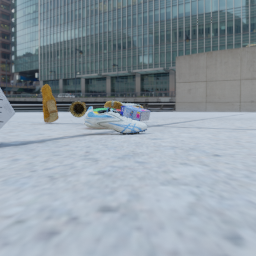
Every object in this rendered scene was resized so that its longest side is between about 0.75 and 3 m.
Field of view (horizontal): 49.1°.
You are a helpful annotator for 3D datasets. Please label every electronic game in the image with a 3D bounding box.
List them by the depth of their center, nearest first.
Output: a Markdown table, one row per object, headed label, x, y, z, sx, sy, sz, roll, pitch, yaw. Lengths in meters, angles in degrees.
| label | x | y | z | sx | sy | sz | roll | pitch | yaw |
| --- | --- | --- | --- | --- | --- | --- | --- | --- | --- |
| electronic game | -0.549 | -0.487 | 10.638 | 1.763 | 0.367 | 1.763 | 7 | 16 | -2 |

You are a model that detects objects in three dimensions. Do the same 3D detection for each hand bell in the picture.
| label | x | y | z | sx | sy | sz | roll | pitch | yaw |
| --- | --- | --- | --- | --- | --- | --- | --- | --- | --- |
| hand bell | -1.723 | -0.783 | 10.282 | 0.578 | 0.578 | 1.110 | 0 | 15 | 2 |

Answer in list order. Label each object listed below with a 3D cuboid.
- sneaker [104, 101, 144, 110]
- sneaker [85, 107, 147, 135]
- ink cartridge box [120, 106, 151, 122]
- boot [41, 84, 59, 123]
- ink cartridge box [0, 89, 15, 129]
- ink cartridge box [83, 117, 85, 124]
| label | x | y | z | sx | sy | sz | roll | pitch | yaw |
| --- | --- | --- | --- | --- | --- | --- | --- | --- | --- |
| sneaker | -0.166 | -0.788 | 12.031 | 1.685 | 0.637 | 0.738 | 10 | 7 | 2 |
| sneaker | -0.254 | -0.172 | 6.526 | 1.488 | 0.539 | 0.535 | 9 | 9 | -10 |
| ink cartridge box | 0.199 | -0.562 | 10.213 | 1.028 | 0.393 | 0.702 | 17 | 14 | 31 |
| boot | -3.121 | -0.948 | 11.061 | 0.572 | 1.164 | 1.626 | -11 | -15 | -23 |
| ink cartridge box | -2.475 | -0.643 | 4.199 | 0.390 | 1.765 | 0.830 | 5 | 44 | 24 |
| ink cartridge box | -0.908 | -0.149 | 8.401 | 0.850 | 0.265 | 1.057 | 9 | -7 | -10 |
